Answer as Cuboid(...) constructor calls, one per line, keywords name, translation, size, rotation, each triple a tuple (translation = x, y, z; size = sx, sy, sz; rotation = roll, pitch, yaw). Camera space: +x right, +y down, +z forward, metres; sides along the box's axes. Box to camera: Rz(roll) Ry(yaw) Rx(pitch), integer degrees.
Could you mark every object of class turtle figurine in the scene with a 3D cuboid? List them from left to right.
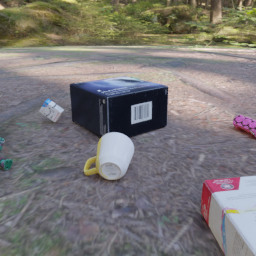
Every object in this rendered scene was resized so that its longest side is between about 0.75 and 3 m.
Cuboid(name="turtle figurine", translation=(-4.127, 0.752, 8.263), size=(1.168, 0.786, 1.561), rotation=(-34, 52, -29))

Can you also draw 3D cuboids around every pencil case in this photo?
Cuboid(name="pencil case", translation=(4.617, -0.055, 10.662), size=(0.652, 0.631, 1.391), rotation=(-31, 26, -10))

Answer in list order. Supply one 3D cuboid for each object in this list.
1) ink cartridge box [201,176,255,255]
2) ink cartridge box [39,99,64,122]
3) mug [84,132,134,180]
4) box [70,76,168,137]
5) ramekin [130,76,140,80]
Cuboid(name="ink cartridge box", translation=(2.502, 1.841, 5.192), size=(1.616, 0.937, 2.189), rotation=(-2, 23, -5))
Cuboid(name="ink cartridge box", translation=(-3.167, -0.721, 11.621), size=(0.813, 0.593, 0.343), rotation=(36, 27, -7))
Cuboid(name="mug", translation=(-0.476, 0.949, 7.814), size=(1.079, 1.347, 1.106), rotation=(30, 28, -11))
Cuboid(name="box", translation=(-0.413, -0.950, 11.312), size=(2.902, 1.788, 2.878), rotation=(-15, 24, -35))
Cuboid(name="ramekin", translation=(0.379, -2.426, 16.192), size=(0.520, 1.066, 1.066), rotation=(4, 20, -12))
